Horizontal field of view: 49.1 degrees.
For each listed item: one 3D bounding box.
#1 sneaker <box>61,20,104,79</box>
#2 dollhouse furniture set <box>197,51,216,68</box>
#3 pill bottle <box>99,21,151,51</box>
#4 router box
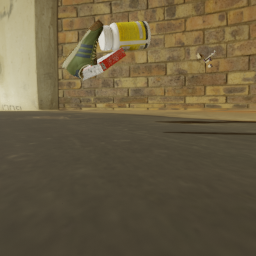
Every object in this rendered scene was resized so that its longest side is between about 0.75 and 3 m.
[{"bbox_3d":[-0.996,-1.938,7.238,1.576,0.708,0.529,-44,7,22],"label":"sneaker"},{"bbox_3d":[3.216,-2.825,11.176,0.569,0.635,0.802,-35,-19,36],"label":"dollhouse furniture set"},{"bbox_3d":[-0.159,-4.053,12.445,2.137,1.221,1.221,-10,7,-18],"label":"pill bottle"},{"bbox_3d":[-1.117,-2.741,12.059,1.666,0.407,1.496,-8,29,51],"label":"router box"}]
